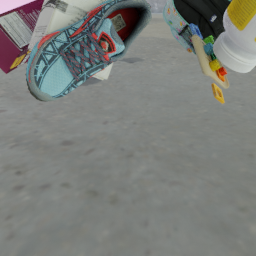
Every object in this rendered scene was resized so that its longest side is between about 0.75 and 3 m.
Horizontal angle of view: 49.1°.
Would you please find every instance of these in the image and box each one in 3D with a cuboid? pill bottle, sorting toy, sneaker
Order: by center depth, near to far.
[{"bbox_3d":[2.481,-2.078,4.804,1.273,2.272,1.273,12,52,-16],"label":"pill bottle"},{"bbox_3d":[-0.721,-1.632,5.339,2.924,1.160,1.397,-46,28,-13],"label":"sneaker"},{"bbox_3d":[1.796,-1.392,5.847,0.257,1.890,1.064,-27,-25,36],"label":"sorting toy"}]

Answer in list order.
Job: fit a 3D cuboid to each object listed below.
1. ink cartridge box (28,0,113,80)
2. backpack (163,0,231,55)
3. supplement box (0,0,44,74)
[{"bbox_3d":[-0.998,-2.556,6.495,1.746,2.420,1.013,18,3,-38],"label":"ink cartridge box"},{"bbox_3d":[2.276,-3.731,9.279,1.919,2.183,1.673,-46,11,-11],"label":"backpack"},{"bbox_3d":[-2.995,-2.790,8.322,1.406,1.108,2.148,-26,18,47],"label":"supplement box"}]
